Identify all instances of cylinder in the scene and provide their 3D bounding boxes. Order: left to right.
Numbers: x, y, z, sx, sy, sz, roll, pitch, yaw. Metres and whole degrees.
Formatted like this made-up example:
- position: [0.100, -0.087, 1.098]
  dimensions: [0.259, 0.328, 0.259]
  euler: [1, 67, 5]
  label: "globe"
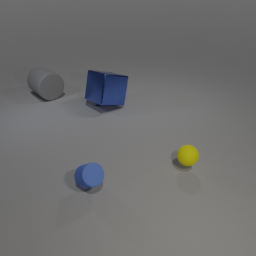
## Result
- position: [-4.214, -2.289, 14.333]
  dimensions: [1.400, 1.400, 1.400]
  euler: [-23, 38, -33]
  label: "cylinder"
- position: [-1.162, 1.412, 8.365]
  dimensions: [0.700, 0.700, 0.700]
  euler: [-22, 0, -33]
  label: "cylinder"

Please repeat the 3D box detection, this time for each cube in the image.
- position: [-1.025, -1.899, 13.224]
  dimensions: [1.400, 1.400, 1.400]
  euler: [-4, 19, -42]
  label: "cube"

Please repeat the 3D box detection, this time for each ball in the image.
- position: [1.957, 0.898, 9.160]
  dimensions: [0.700, 0.700, 0.700]
  euler: [0, 31, 0]
  label: "ball"
